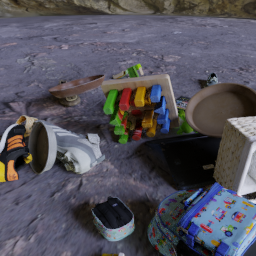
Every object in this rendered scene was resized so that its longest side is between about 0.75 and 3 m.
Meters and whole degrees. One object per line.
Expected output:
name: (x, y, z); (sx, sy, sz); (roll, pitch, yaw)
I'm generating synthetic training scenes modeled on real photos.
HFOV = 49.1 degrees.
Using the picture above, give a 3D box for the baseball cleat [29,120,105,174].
baseball cleat: (-1.928, 0.475, 9.185); (1.547, 1.014, 2.907); (-24, 47, -38)

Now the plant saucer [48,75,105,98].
plant saucer: (-2.140, -1.770, 12.011); (2.489, 0.429, 2.489); (-12, 18, 4)

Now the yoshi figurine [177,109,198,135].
yoshi figurine: (1.982, -0.179, 10.437); (0.831, 0.835, 1.485); (-44, 40, -21)

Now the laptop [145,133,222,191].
laptop: (2.030, 0.943, 9.089); (2.214, 1.290, 2.499); (-9, 55, -15)

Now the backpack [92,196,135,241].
backpack: (-0.305, 2.095, 6.307); (0.821, 0.696, 0.925); (-19, 26, -30)

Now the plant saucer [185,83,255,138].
plant saucer: (3.082, -0.569, 9.159); (2.412, 0.355, 2.412); (-14, 44, 14)

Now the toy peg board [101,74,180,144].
toy peg board: (0.394, -0.451, 9.388); (2.279, 2.289, 1.120); (-3, 48, 21)

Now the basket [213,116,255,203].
basket: (3.182, 0.826, 7.108); (1.435, 2.117, 1.306); (-4, 31, -11)

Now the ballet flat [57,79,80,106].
ballet flat: (-2.971, -1.758, 13.597); (0.932, 0.641, 2.766); (-10, 30, -18)

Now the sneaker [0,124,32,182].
sneaker: (-3.465, 0.776, 8.747); (1.139, 0.885, 2.531); (8, 32, -1)

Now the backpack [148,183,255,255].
backpack: (1.497, 2.001, 5.771); (1.909, 1.407, 2.091); (-23, 34, -35)

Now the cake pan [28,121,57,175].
cake pan: (-2.573, 0.591, 8.390); (0.289, 1.578, 1.578); (3, 20, -41)

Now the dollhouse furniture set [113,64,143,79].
dollhouse furniture set: (0.025, -3.027, 16.301); (1.570, 0.788, 1.028); (-18, 10, 31)

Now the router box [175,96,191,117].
router box: (2.702, -0.721, 11.735); (1.808, 0.562, 1.355); (18, 33, 32)

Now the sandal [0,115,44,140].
sandal: (-3.858, -0.094, 10.397); (0.800, 0.718, 2.181); (13, 31, 22)

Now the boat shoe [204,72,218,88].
boat shoe: (4.516, -2.525, 15.131); (0.653, 0.554, 1.795); (9, 29, 16)

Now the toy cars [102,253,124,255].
toy cars: (0.094, 2.915, 5.045); (0.904, 0.447, 2.018); (-16, 32, -26)
